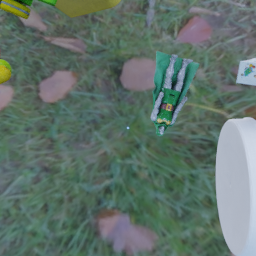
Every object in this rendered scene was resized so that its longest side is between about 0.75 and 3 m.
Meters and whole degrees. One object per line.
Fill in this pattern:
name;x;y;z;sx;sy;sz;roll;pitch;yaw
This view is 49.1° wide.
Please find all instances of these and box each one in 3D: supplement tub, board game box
supplement tub;2.657;0.719;3.444;2.749;1.929;1.929;0;68;6
board game box;1.626;-0.565;2.920;0.777;0.250;0.573;17;24;34

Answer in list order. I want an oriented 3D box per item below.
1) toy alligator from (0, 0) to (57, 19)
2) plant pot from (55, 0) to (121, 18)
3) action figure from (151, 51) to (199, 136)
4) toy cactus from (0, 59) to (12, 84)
toy alligator;-1.599;-1.795;3.301;2.049;0.556;0.608;31;101;32
plant pot;-0.869;-3.573;5.411;2.358;2.079;2.357;12;59;44
action figure;0.767;-0.561;5.153;0.879;0.407;1.488;11;101;-13
toy cactus;-2.585;-0.319;3.811;2.222;1.377;2.693;57;34;3
